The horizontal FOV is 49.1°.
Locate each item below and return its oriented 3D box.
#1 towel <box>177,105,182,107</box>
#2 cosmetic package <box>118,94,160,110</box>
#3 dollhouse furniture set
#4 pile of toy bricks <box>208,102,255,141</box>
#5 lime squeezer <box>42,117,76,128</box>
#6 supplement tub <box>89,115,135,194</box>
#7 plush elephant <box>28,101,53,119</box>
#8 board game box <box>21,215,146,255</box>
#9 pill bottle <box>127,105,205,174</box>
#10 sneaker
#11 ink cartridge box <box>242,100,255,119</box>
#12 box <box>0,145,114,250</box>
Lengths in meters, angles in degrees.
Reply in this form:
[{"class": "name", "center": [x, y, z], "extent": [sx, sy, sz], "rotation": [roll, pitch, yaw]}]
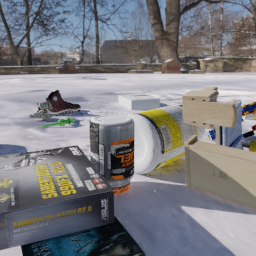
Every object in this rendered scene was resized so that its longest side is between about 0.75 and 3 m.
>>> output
[{"class": "towel", "center": [2.951, -1.051, 13.967], "extent": [1.343, 0.451, 1.819], "rotation": [-7, 3, 35]}, {"class": "cosmetic package", "center": [0.604, -1.586, 16.513], "extent": [1.754, 0.601, 2.326], "rotation": [-8, 16, -19]}, {"class": "dollhouse furniture set", "center": [2.588, 0.100, 6.116], "extent": [1.657, 2.398, 2.540], "rotation": [12, 30, 39]}, {"class": "pile of toy bricks", "center": [3.589, -0.080, 10.004], "extent": [2.315, 1.284, 1.143], "rotation": [-17, -12, -4]}, {"class": "lime squeezer", "center": [-2.723, -0.219, 11.888], "extent": [0.627, 0.335, 1.775], "rotation": [-29, -6, 40]}, {"class": "supplement tub", "center": [-0.334, 0.550, 6.030], "extent": [0.962, 1.570, 0.962], "rotation": [0, 15, 0]}, {"class": "plush elephant", "center": [-3.960, -0.848, 12.872], "extent": [1.055, 0.817, 0.869], "rotation": [4, 7, 16]}, {"class": "board game box", "center": [-0.892, 1.622, 4.358], "extent": [1.488, 0.310, 2.200], "rotation": [-7, 16, -26]}, {"class": "pill bottle", "center": [0.991, 0.184, 7.639], "extent": [1.492, 1.492, 2.663], "rotation": [13, 18, 41]}, {"class": "sneaker", "center": [-3.319, -1.383, 14.421], "extent": [0.786, 1.200, 2.077], "rotation": [13, 19, 41]}, {"class": "ink cartridge box", "center": [5.804, -0.925, 13.649], "extent": [1.649, 0.688, 1.197], "rotation": [-7, 16, -27]}, {"class": "box", "center": [-1.523, 1.009, 4.919], "extent": [1.910, 0.583, 2.411], "rotation": [-6, 15, -21]}]
